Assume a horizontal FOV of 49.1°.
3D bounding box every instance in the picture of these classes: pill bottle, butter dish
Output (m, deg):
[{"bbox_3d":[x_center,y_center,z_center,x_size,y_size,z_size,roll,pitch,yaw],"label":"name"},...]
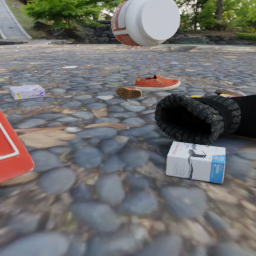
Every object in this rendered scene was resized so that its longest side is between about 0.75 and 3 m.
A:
[{"bbox_3d":[0.531,-3.513,9.269,1.607,1.607,2.864,-6,18,-16],"label":"pill bottle"},{"bbox_3d":[-2.661,0.475,4.522,1.592,1.176,1.587,52,29,13],"label":"butter dish"}]

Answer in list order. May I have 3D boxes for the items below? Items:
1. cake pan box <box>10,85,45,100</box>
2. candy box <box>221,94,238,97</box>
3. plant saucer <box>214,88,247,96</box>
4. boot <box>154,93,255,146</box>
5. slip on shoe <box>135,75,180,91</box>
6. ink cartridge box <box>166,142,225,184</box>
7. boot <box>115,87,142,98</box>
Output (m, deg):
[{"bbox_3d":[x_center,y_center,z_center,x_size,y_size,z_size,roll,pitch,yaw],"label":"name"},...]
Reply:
[{"bbox_3d":[-3.902,-1.408,10.845,1.122,0.319,1.219,-9,21,-29],"label":"cake pan box"},{"bbox_3d":[2.921,-0.520,8.065,1.066,0.516,1.828,13,22,32],"label":"candy box"},{"bbox_3d":[3.538,-1.088,9.388,1.281,0.205,1.281,18,6,-2],"label":"plant saucer"},{"bbox_3d":[2.238,-0.207,5.903,2.896,1.090,2.165,1,3,34],"label":"boot"},{"bbox_3d":[1.275,-1.942,11.867,2.051,0.628,0.760,-4,18,-15],"label":"slip on shoe"},{"bbox_3d":[1.235,0.600,5.090,0.977,0.409,0.709,6,21,17],"label":"ink cartridge box"},{"bbox_3d":[0.043,-1.344,10.660,1.014,0.380,0.544,9,15,8],"label":"boot"}]
